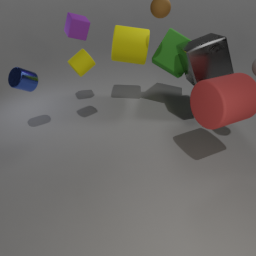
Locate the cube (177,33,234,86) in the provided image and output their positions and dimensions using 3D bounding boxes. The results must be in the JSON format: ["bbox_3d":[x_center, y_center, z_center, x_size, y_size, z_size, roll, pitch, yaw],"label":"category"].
[{"bbox_3d":[2.780,-2.464,10.167,1.400,1.400,1.400,-21,24,4],"label":"cube"}]

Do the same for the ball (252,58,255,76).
[{"bbox_3d":[3.886,-1.746,7.924,0.700,0.700,0.700,0,32,0],"label":"ball"}]

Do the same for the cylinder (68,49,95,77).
[{"bbox_3d":[-1.610,-2.258,9.720,0.700,0.700,0.700,-42,42,-3],"label":"cylinder"}]

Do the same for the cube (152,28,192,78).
[{"bbox_3d":[1.933,-3.051,11.648,1.400,1.400,1.400,31,9,0],"label":"cube"}]

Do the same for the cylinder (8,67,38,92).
[{"bbox_3d":[-3.517,-1.622,9.415,0.700,0.700,0.700,23,7,31],"label":"cylinder"}]

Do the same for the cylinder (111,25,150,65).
[{"bbox_3d":[0.093,-3.379,11.443,1.400,1.400,1.400,7,32,-2],"label":"cylinder"}]

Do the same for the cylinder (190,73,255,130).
[{"bbox_3d":[2.764,-0.788,8.052,1.400,1.400,1.400,-15,35,-25],"label":"cylinder"}]

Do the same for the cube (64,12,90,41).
[{"bbox_3d":[-1.873,-3.718,10.267,0.700,0.700,0.700,2,36,-29],"label":"cube"}]

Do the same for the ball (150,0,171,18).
[{"bbox_3d":[1.106,-4.094,9.507,0.700,0.700,0.700,0,32,0],"label":"ball"}]
